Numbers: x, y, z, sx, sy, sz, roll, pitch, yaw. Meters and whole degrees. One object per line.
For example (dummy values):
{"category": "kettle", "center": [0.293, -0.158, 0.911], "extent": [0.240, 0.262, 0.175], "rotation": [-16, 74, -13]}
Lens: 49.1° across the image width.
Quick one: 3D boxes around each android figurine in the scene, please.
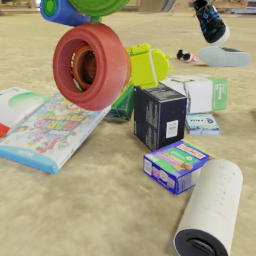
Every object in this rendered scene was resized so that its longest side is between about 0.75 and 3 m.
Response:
{"category": "android figurine", "center": [0.326, -1.066, 4.916], "extent": [0.913, 0.831, 0.188], "rotation": [-10, 35, 14]}

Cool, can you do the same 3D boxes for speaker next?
{"category": "speaker", "center": [1.467, 1.368, 4.854], "extent": [0.826, 0.826, 2.035], "rotation": [12, 30, 22]}

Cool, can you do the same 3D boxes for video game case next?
{"category": "video game case", "center": [-1.935, -0.040, 7.570], "extent": [1.956, 0.243, 2.733], "rotation": [13, 43, 23]}

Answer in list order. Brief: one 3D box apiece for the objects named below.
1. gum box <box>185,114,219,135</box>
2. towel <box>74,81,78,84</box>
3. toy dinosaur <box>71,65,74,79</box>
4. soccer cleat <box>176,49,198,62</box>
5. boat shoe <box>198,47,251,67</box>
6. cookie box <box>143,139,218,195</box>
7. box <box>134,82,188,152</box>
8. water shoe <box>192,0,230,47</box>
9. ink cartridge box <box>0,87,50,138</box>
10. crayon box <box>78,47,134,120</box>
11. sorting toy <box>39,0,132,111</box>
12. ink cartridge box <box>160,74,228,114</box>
{"category": "gum box", "center": [2.191, -0.122, 8.424], "extent": [0.844, 0.221, 0.993], "rotation": [1, 27, 1]}
{"category": "towel", "center": [-0.768, -2.128, 12.252], "extent": [2.566, 0.306, 1.858], "rotation": [-23, 34, -37]}
{"category": "toy dinosaur", "center": [-2.472, -2.447, 12.727], "extent": [1.415, 0.723, 0.961], "rotation": [-10, 8, 22]}
{"category": "soccer cleat", "center": [3.298, -4.034, 15.837], "extent": [0.611, 0.570, 1.670], "rotation": [14, 17, -24]}
{"category": "boat shoe", "center": [4.973, -3.760, 14.765], "extent": [2.749, 1.039, 0.829], "rotation": [10, 28, -6]}
{"category": "cookie box", "center": [1.173, 0.821, 6.288], "extent": [1.283, 0.482, 1.098], "rotation": [-18, 31, -32]}
{"category": "box", "center": [0.784, -0.278, 7.287], "extent": [0.795, 1.527, 1.390], "rotation": [-12, 30, -22]}
{"category": "water shoe", "center": [2.476, -3.356, 8.790], "extent": [0.828, 0.750, 2.099], "rotation": [28, 38, -34]}
{"category": "ink cartridge box", "center": [-4.016, -0.480, 8.693], "extent": [2.200, 0.685, 2.734], "rotation": [20, 31, 34]}
{"category": "crayon box", "center": [-0.506, -1.743, 9.284], "extent": [1.783, 0.731, 2.836], "rotation": [7, 65, 16]}
{"category": "sorting toy", "center": [-0.310, -1.401, 3.606], "extent": [1.393, 2.319, 0.952], "rotation": [27, 22, 28]}
{"category": "ink cartridge box", "center": [1.734, -1.143, 9.295], "extent": [2.440, 1.029, 1.783], "rotation": [-6, 18, -13]}
